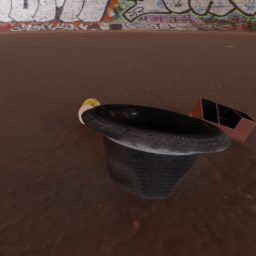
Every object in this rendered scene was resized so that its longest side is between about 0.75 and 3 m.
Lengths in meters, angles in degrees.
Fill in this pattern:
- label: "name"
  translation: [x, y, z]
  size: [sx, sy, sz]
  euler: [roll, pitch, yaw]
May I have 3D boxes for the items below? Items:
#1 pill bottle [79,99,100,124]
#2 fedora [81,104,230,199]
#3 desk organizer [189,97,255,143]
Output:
- label: "pill bottle"
  translation: [-1.097, -0.457, 7.949]
  size: [0.537, 0.537, 0.954]
  euler: [1, 23, 1]
- label: "fedora"
  translation: [0.368, 0.390, 4.839]
  size: [2.700, 1.233, 2.700]
  euler: [8, 13, -2]
- label: "desk organizer"
  translation: [2.175, -0.179, 6.454]
  size: [1.489, 0.573, 0.534]
  euler: [14, 27, -26]
